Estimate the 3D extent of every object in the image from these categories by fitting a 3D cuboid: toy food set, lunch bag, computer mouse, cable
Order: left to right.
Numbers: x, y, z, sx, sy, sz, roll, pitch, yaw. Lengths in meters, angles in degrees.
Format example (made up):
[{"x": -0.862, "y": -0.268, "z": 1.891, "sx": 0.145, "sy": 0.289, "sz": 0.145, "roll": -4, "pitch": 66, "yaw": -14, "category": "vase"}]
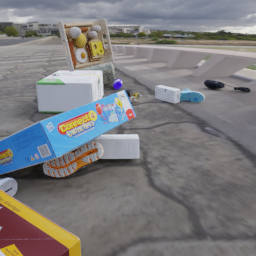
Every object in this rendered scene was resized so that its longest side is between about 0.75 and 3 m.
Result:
[{"x": -0.870, "y": -1.859, "z": 6.182, "sx": 0.423, "sy": 1.006, "sz": 1.401, "roll": 0, "pitch": 19, "yaw": 38, "category": "toy food set"}, {"x": -1.682, "y": -2.854, "z": 14.121, "sx": 1.970, "sy": 1.413, "sz": 2.402, "roll": -8, "pitch": 15, "yaw": 2, "category": "lunch bag"}, {"x": -0.071, "y": -1.322, "z": 11.902, "sx": 0.945, "sy": 0.490, "sz": 1.945, "roll": -18, "pitch": 10, "yaw": -7, "category": "cable"}, {"x": 4.737, "y": -1.936, "z": 13.489, "sx": 2.181, "sy": 0.371, "sz": 0.639, "roll": 17, "pitch": 23, "yaw": 23, "category": "computer mouse"}]

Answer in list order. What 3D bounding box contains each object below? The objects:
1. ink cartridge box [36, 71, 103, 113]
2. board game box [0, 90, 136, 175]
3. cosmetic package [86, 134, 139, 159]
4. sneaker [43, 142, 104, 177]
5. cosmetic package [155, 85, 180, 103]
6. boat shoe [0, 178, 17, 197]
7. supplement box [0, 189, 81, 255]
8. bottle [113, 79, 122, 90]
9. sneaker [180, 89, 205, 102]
[{"x": -2.124, "y": -1.501, "z": 10.959, "sx": 1.978, "sy": 1.147, "sz": 2.731, "roll": 1, "pitch": 20, "yaw": 3, "category": "ink cartridge box"}, {"x": -1.396, "y": 0.091, "z": 5.873, "sx": 2.312, "sy": 0.646, "sz": 2.264, "roll": -18, "pitch": 8, "yaw": 40, "category": "board game box"}, {"x": -0.349, "y": 0.425, "z": 6.527, "sx": 1.208, "sy": 0.490, "sz": 0.682, "roll": -2, "pitch": 7, "yaw": 0, "category": "cosmetic package"}, {"x": -1.124, "y": 0.697, "z": 5.905, "sx": 1.327, "sy": 0.519, "sz": 0.512, "roll": -17, "pitch": -9, "yaw": -1, "category": "sneaker"}, {"x": 1.630, "y": -1.407, "z": 11.603, "sx": 0.402, "sy": 0.552, "sz": 1.087, "roll": -17, "pitch": 26, "yaw": -39, "category": "cosmetic package"}, {"x": -2.542, "y": 1.218, "z": 4.650, "sx": 0.519, "sy": 0.527, "sz": 1.463, "roll": 0, "pitch": 8, "yaw": 24, "category": "boat shoe"}, {"x": -1.487, "y": 1.589, "z": 2.732, "sx": 1.504, "sy": 1.012, "sz": 1.524, "roll": 15, "pitch": 25, "yaw": 35, "category": "supplement box"}, {"x": -0.512, "y": -2.222, "z": 14.000, "sx": 0.457, "sy": 0.357, "sz": 1.095, "roll": -33, "pitch": 17, "yaw": 9, "category": "bottle"}, {"x": 2.671, "y": -1.394, "z": 11.694, "sx": 1.178, "sy": 0.469, "sz": 0.769, "roll": 11, "pitch": 24, "yaw": 25, "category": "sneaker"}]
